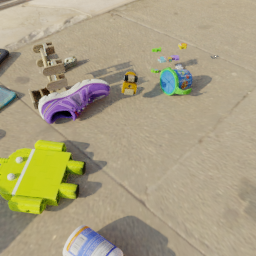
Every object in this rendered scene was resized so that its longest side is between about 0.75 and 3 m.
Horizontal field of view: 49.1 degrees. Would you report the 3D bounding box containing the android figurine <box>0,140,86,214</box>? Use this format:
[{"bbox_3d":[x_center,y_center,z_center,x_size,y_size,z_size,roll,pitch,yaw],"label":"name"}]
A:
[{"bbox_3d":[-2.809,1.431,8.673,2.817,0.579,2.564,7,46,5],"label":"android figurine"}]

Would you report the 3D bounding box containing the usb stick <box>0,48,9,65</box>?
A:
[{"bbox_3d":[-6.418,-2.868,12.930,0.735,0.432,2.652,9,46,10],"label":"usb stick"}]

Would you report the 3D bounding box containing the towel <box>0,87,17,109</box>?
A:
[{"bbox_3d":[-5.713,-1.000,11.266,1.505,0.223,2.052,23,50,21],"label":"towel"}]

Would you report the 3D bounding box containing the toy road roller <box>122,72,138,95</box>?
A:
[{"bbox_3d":[0.073,-1.788,11.047,0.544,0.886,0.647,6,30,-6],"label":"toy road roller"}]

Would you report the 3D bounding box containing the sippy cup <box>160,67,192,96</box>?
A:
[{"bbox_3d":[2.064,-1.992,11.714,1.061,1.136,1.447,-15,86,-28],"label":"sippy cup"}]

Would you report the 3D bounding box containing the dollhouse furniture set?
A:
[{"bbox_3d":[-3.265,-1.976,10.889,1.404,2.114,1.853,-18,48,-17],"label":"dollhouse furniture set"}]

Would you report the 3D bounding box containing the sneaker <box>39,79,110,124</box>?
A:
[{"bbox_3d":[-1.928,-0.912,10.822,2.858,1.152,1.192,-24,65,-11],"label":"sneaker"}]

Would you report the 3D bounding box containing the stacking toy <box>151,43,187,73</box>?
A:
[{"bbox_3d":[1.820,-3.148,12.651,1.634,1.232,0.384,-9,46,-8],"label":"stacking toy"}]

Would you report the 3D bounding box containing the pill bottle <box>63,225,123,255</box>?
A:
[{"bbox_3d":[-0.690,3.153,6.750,1.619,0.907,0.907,27,52,22],"label":"pill bottle"}]

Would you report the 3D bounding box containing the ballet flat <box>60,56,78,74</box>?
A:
[{"bbox_3d":[-2.964,-2.951,12.999,0.479,0.452,1.420,33,55,28],"label":"ballet flat"}]
